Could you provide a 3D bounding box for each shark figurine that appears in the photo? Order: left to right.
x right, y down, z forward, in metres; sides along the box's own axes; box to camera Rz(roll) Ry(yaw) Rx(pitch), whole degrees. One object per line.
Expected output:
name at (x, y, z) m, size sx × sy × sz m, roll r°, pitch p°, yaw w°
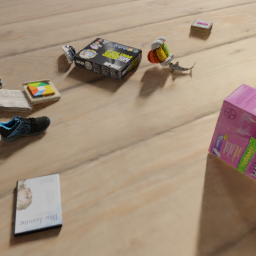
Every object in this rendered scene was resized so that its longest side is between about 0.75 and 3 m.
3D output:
shark figurine at (2.402, -2.823, 12.745) m, size 1.270 × 0.530 × 0.759 m, roll 10°, pitch 46°, yaw 12°

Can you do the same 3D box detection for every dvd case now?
dvd case at (-2.534, 2.106, 7.901) m, size 1.249 × 0.154 × 1.751 m, roll -9°, pitch 45°, yaw -10°

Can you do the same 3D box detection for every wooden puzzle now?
wooden puzzle at (-3.512, -1.539, 11.394) m, size 1.207 × 0.243 × 1.305 m, roll -15°, pitch 50°, yaw -30°

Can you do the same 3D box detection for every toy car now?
toy car at (1.405, -3.391, 12.799) m, size 1.030 × 1.202 × 1.373 m, roll -21°, pitch 21°, yaw 34°

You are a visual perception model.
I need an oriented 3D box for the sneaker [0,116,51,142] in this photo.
sneaker at (-3.572, -0.083, 9.752) m, size 1.766 × 0.723 × 0.647 m, roll -22°, pitch 48°, yaw -22°

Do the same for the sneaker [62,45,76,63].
sneaker at (-2.775, -3.635, 13.534) m, size 0.564 × 0.557 × 1.420 m, roll -19°, pitch 45°, yaw -11°

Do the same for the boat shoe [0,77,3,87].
boat shoe at (-5.643, -2.067, 12.129) m, size 0.316 × 0.261 × 0.843 m, roll -21°, pitch 48°, yaw -20°

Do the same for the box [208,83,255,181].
box at (3.931, 0.317, 8.263) m, size 2.504 × 2.202 × 1.210 m, roll 34°, pitch 53°, yaw 29°

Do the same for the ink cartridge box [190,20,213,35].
ink cartridge box at (4.134, -5.678, 15.761) m, size 1.058 × 0.397 × 0.871 m, roll 19°, pitch 48°, yaw 20°

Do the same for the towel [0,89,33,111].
towel at (-4.520, -1.122, 11.136) m, size 1.680 × 0.290 × 1.113 m, roll 2°, pitch 45°, yaw 2°

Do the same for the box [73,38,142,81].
box at (-0.916, -3.305, 13.179) m, size 2.570 × 0.569 × 2.059 m, roll 22°, pitch 48°, yaw 21°
